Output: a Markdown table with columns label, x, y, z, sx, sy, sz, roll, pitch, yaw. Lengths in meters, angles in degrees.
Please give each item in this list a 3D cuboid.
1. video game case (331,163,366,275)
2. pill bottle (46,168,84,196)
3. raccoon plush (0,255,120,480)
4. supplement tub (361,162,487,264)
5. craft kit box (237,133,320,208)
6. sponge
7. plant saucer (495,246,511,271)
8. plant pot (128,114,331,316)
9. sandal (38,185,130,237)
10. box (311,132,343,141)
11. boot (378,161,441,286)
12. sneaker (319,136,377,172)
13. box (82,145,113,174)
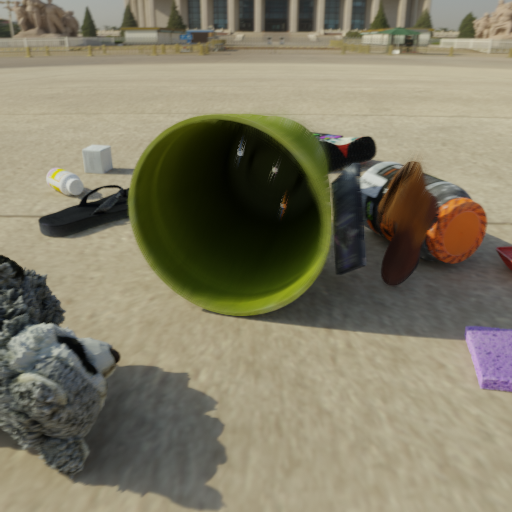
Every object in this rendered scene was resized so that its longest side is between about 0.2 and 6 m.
| label | x | y | z | sx | sy | sz | roll | pitch | yaw |
| --- | --- | --- | --- | --- | --- | --- | --- | --- | --- |
| video game case | 1.446 | -0.547 | 8.902 | 0.149 | 1.574 | 1.125 | -1 | -8 | -10 |
| pill bottle | -4.616 | -1.777 | 13.595 | 0.544 | 0.544 | 1.044 | -21 | 33 | -40 |
| raccoon plush | -3.085 | 1.561 | 5.715 | 3.409 | 1.649 | 2.284 | -31 | 43 | -4 |
| supplement tub | 2.955 | -0.804 | 10.286 | 1.426 | 1.426 | 2.328 | -10 | 25 | -21 |
| craft kit box | 0.180 | -1.436 | 10.829 | 2.103 | 2.129 | 0.517 | 20 | 28 | 39 |
| sponge | 3.095 | 1.293 | 7.078 | 0.695 | 0.186 | 1.245 | 4 | 25 | 9 |
| plant saucer | 5.170 | 0.311 | 9.119 | 1.843 | 0.339 | 1.846 | -3 | 23 | -6 |
| plant pot | -0.017 | -0.999 | 8.755 | 2.885 | 2.885 | 2.778 | 7 | 26 | 16 |
| sandal | -3.348 | -1.079 | 11.954 | 1.032 | 0.581 | 2.714 | 14 | 27 | 29 |
| box | 1.688 | -3.600 | 17.952 | 1.495 | 0.377 | 2.091 | 15 | 29 | 29 |
| boot | 2.157 | -0.401 | 8.248 | 0.565 | 1.553 | 1.650 | 38 | 5 | 30 |
| sneaker | 2.118 | -2.871 | 15.973 | 2.507 | 0.883 | 1.172 | -13 | 8 | -20 |
| box | -4.369 | -2.668 | 15.456 | 0.573 | 0.666 | 0.669 | 5 | 24 | 11 |
